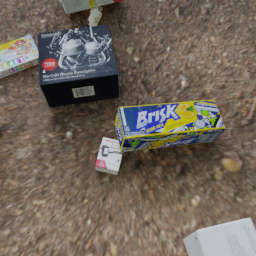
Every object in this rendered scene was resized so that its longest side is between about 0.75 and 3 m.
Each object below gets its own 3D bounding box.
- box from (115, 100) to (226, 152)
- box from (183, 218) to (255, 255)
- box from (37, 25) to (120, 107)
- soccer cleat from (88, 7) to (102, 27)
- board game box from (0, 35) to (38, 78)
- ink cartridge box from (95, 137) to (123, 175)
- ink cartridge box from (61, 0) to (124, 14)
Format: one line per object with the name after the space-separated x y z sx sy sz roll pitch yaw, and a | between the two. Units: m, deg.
1.161 -0.068 8.080 2.934 0.943 1.028 -5 62 -13 | box
2.199 3.022 6.303 1.300 1.518 1.510 -10 63 -9 | box
-1.612 -2.049 9.179 2.398 1.249 2.184 -9 61 -5 | box
-1.252 -4.273 10.828 0.493 0.440 1.271 -8 57 13 | soccer cleat
-4.111 -2.531 9.971 1.822 0.312 1.225 -25 65 -13 | board game box
-0.515 0.803 8.105 0.676 0.394 0.933 13 62 -1 | ink cartridge box
-1.583 -5.844 10.766 2.481 1.794 1.803 -18 52 -9 | ink cartridge box
